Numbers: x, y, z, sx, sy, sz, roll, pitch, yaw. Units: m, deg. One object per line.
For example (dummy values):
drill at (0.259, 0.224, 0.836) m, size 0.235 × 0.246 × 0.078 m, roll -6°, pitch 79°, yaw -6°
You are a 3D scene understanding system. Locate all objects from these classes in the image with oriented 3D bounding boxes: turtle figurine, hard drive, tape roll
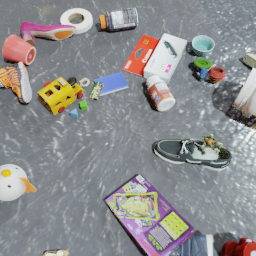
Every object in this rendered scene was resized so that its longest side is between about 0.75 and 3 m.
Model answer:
turtle figurine at (2.950, 0.552, 10.230) m, size 0.848 × 0.874 × 0.629 m, roll 37°, pitch 87°, yaw 32°
hard drive at (-0.773, -2.043, 12.869) m, size 1.360 × 0.173 × 0.897 m, roll -18°, pitch 62°, yaw -10°
tape roll at (-2.713, -5.672, 14.832) m, size 1.696 × 0.310 × 1.696 m, roll 0°, pitch 60°, yaw 0°

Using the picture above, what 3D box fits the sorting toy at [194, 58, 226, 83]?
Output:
sorting toy at (3.669, -2.548, 12.974) m, size 0.994 × 0.679 × 1.655 m, roll -26°, pitch 51°, yaw -31°

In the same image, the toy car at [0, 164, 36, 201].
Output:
toy car at (-4.526, 1.702, 9.714) m, size 2.713 × 2.400 × 2.501 m, roll 11°, pitch 50°, yaw -8°

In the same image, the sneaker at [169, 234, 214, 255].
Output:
sneaker at (2.036, 4.433, 8.944) m, size 1.423 × 0.749 × 1.969 m, roll -2°, pitch 67°, yaw 8°

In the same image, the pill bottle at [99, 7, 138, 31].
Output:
pill bottle at (-0.500, -5.540, 14.360) m, size 1.882 × 1.000 × 1.000 m, roll -10°, pitch 61°, yaw -5°

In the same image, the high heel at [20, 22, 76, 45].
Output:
high heel at (-4.044, -5.076, 14.149) m, size 2.822 × 0.950 × 1.354 m, roll -14°, pitch 71°, yaw 7°

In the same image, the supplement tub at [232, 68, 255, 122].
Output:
supplement tub at (5.927, -1.023, 11.204) m, size 2.853 × 2.068 × 2.068 m, roll 28°, pitch 64°, yaw 15°

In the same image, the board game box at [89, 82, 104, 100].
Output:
board game box at (-1.397, -1.670, 12.540) m, size 0.432 × 0.097 × 0.825 m, roll 13°, pitch 75°, yaw 27°

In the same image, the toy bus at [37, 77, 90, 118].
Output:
toy bus at (-2.790, -1.618, 12.091) m, size 2.045 × 1.120 × 2.167 m, roll 0°, pitch 61°, yaw 0°

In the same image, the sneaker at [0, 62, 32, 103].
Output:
sneaker at (-5.122, -1.866, 12.455) m, size 1.354 × 0.937 × 2.416 m, roll -19°, pitch 52°, yaw -6°

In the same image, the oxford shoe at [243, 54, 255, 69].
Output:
oxford shoe at (6.171, -2.912, 13.149) m, size 0.496 × 0.646 × 1.717 m, roll -19°, pitch 60°, yaw -34°

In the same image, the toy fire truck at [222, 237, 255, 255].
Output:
toy fire truck at (3.874, 4.596, 8.680) m, size 1.794 × 1.198 × 2.136 m, roll 28°, pitch 64°, yaw -6°

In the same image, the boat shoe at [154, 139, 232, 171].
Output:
boat shoe at (2.482, 0.865, 10.824) m, size 2.932 × 0.885 × 1.109 m, roll 8°, pitch 61°, yaw 5°

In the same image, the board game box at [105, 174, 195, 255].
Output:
board game box at (0.668, 2.983, 9.534) m, size 1.679 × 0.452 × 2.797 m, roll -31°, pitch 50°, yaw -21°

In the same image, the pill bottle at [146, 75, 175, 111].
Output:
pill bottle at (1.367, -1.542, 12.210) m, size 0.842 × 0.842 × 1.501 m, roll -19°, pitch 62°, yaw -10°

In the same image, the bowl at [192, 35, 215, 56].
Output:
bowl at (3.631, -3.940, 13.712) m, size 1.078 × 0.564 × 1.078 m, roll 0°, pitch 60°, yaw 1°

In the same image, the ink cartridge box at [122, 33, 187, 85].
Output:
ink cartridge box at (1.304, -3.519, 13.479) m, size 2.314 × 0.581 × 2.667 m, roll 22°, pitch 63°, yaw 11°

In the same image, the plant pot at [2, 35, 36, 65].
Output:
plant pot at (-5.073, -3.601, 13.226) m, size 1.112 × 1.257 × 1.257 m, roll 24°, pitch 63°, yaw 2°

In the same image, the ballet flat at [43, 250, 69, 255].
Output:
ballet flat at (-2.413, 4.216, 9.297) m, size 0.852 × 0.278 × 0.300 m, roll -9°, pitch 61°, yaw -5°
